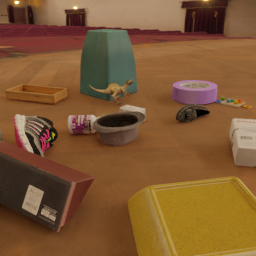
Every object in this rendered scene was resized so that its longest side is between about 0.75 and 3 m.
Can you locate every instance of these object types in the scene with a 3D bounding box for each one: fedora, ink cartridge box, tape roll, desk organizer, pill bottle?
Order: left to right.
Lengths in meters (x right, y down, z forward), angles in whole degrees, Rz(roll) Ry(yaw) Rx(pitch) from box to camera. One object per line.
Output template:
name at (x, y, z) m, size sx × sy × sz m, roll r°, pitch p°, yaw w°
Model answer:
desk organizer at (-2.136, 1.060, 5.879) m, size 2.660 × 0.954 × 1.024 m, roll 18°, pitch 2°, yaw 20°
pill bottle at (-1.401, -0.128, 9.301) m, size 1.102 × 0.619 × 0.619 m, roll -2°, pitch 23°, yaw -2°
fedora at (-0.249, 0.057, 8.699) m, size 1.642 × 0.742 × 1.453 m, roll -11°, pitch 24°, yaw -14°
tape roll at (3.051, -1.668, 12.870) m, size 1.988 × 0.652 × 1.988 m, roll -1°, pitch 22°, yaw 0°
ink cartridge box at (3.472, 0.385, 7.773) m, size 1.073 × 0.619 × 1.469 m, roll 5°, pitch 34°, yaw 11°

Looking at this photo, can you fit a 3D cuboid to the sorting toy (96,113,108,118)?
sorting toy at (-1.020, -0.253, 10.207) m, size 1.444 × 0.193 × 1.076 m, roll 12°, pitch 30°, yaw 28°

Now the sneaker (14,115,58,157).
sneaker at (-2.503, 0.287, 7.858) m, size 1.156 × 0.975 × 2.643 m, roll -7°, pitch 26°, yaw -24°

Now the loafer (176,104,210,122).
loafer at (2.461, -0.568, 10.453) m, size 1.657 × 0.595 × 0.521 m, roll -18°, pitch 35°, yaw -41°

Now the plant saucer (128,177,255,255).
plant saucer at (1.413, 1.679, 4.870) m, size 2.611 × 0.633 × 2.611 m, roll -6°, pitch 23°, yaw -6°

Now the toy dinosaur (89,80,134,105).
toy dinosaur at (-0.602, -1.544, 12.109) m, size 2.069 × 0.602 × 1.046 m, roll -15°, pitch 59°, yaw -26°

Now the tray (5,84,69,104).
tray at (-4.203, -1.586, 12.989) m, size 2.550 × 0.472 × 1.258 m, roll 7°, pitch 24°, yaw 18°

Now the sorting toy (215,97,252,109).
sorting toy at (4.625, -1.153, 12.257) m, size 1.589 × 0.217 × 0.895 m, roll 17°, pitch 28°, yaw 35°

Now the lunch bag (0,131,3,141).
lunch bag at (-4.904, -0.145, 7.238) m, size 1.590 × 2.221 × 2.607 m, roll 4°, pitch 22°, yaw 30°

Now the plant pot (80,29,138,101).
plant pot at (-0.947, -3.129, 13.414) m, size 2.100 × 2.971 × 2.099 m, roll 19°, pitch 30°, yaw 37°

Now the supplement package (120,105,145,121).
supplement package at (0.159, -0.516, 10.389) m, size 0.855 × 0.486 × 0.468 m, roll 16°, pitch 29°, yaw 33°
